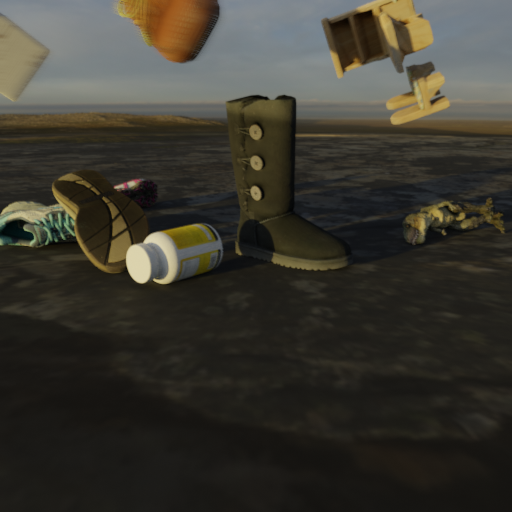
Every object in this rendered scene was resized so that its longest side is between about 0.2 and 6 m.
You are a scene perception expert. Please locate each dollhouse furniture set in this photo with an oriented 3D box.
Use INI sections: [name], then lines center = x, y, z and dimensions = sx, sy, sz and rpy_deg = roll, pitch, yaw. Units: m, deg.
[dollhouse furniture set]
center = 1.933, -3.483, 9.096
dimensions = 1.567, 2.212, 2.408
rpy_deg = -16, 26, 16

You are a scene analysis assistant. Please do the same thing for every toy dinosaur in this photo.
[toy dinosaur]
center = 3.924, -0.763, 10.718
dimensions = 1.385, 0.746, 3.144
rpy_deg = 4, 11, 38

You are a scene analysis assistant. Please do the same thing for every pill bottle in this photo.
[pill bottle]
center = -1.138, -0.016, 7.849
dimensions = 0.720, 0.720, 1.286
rpy_deg = 13, 20, 39

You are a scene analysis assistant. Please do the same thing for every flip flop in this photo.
[flip flop]
center = -2.574, -0.541, 9.180
dimensions = 1.134, 0.805, 2.797
rpy_deg = -21, 41, -28

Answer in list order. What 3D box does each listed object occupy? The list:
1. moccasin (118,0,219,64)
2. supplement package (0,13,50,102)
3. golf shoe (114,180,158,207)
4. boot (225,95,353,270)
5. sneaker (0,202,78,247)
[moccasin]
center = -1.160, -3.063, 6.511
dimensions = 1.025, 0.972, 2.657
rpy_deg = 19, 33, -38
[supplement package]
center = -3.737, -2.917, 7.469
dimensions = 1.512, 0.887, 0.884
rpy_deg = 34, 1, -40
[golf shoe]
center = -3.036, -1.432, 13.103
dimensions = 0.850, 0.670, 1.847
rpy_deg = 8, 17, 26
[boot]
center = 0.512, -1.155, 8.563
dimensions = 2.085, 2.530, 0.830
rpy_deg = 9, 18, 30
[sneaker]
center = -3.447, -0.474, 9.655
dimensions = 2.253, 0.874, 0.973
rpy_deg = -7, 24, 7
